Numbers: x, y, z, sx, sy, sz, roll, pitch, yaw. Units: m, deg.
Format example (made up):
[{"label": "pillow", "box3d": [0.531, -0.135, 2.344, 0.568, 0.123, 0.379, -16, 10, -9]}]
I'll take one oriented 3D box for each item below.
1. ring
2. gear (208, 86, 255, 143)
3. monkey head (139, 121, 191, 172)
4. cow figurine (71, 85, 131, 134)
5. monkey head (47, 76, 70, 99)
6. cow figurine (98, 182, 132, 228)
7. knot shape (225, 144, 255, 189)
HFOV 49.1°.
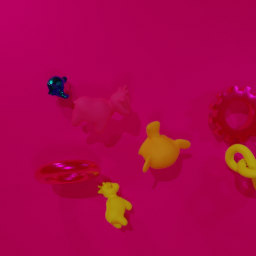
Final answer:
[{"label": "ring", "box3d": [-1.624, 1.220, 7.614, 1.774, 1.774, 0.355, -7, 70, -1]}, {"label": "gear", "box3d": [3.267, -0.409, 8.409, 1.671, 0.309, 1.671, 0, 94, -4]}, {"label": "monkey head", "box3d": [0.897, 0.499, 7.755, 1.678, 1.207, 1.011, -25, 42, -25]}, {"label": "cow figurine", "box3d": [-0.719, -0.608, 7.786, 1.555, 0.854, 1.530, 17, 119, -19]}, {"label": "monkey head", "box3d": [-2.067, -1.227, 8.412, 0.722, 1.003, 0.604, 24, 116, 8]}, {"label": "cow figurine", "box3d": [-0.440, 2.120, 7.903, 1.108, 0.618, 1.126, 39, 39, -16]}, {"label": "knot shape", "box3d": [3.427, 1.135, 7.713, 1.492, 1.396, 0.689, 42, 94, -2]}]
